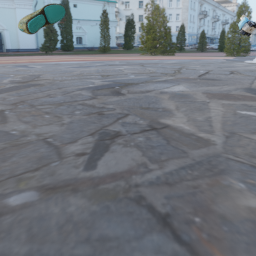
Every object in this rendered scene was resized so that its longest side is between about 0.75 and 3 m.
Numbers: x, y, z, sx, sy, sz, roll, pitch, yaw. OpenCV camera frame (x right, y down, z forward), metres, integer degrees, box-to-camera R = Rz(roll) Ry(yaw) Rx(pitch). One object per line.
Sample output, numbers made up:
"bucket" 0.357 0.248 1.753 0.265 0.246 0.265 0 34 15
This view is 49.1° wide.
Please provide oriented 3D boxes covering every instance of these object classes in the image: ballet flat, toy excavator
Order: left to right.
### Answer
"ballet flat" -2.393 -3.034 7.707 0.562 0.562 1.589 10 44 29
"toy excavator" 4.218 -3.764 10.024 0.927 0.476 0.953 -5 57 -38
